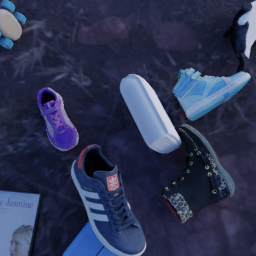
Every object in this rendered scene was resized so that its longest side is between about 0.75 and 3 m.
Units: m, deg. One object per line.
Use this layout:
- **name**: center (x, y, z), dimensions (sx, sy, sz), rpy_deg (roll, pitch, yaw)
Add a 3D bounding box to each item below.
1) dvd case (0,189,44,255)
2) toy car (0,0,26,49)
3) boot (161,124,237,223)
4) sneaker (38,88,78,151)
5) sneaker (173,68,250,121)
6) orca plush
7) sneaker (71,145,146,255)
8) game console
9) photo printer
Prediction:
- **dvd case**: center (-3.148, 2.699, 7.268), dimensions (1.540, 0.189, 2.159), rpy_deg (4, 70, 3)
- **toy car**: center (-4.411, -3.531, 9.427), dimensions (1.334, 1.180, 1.230), rpy_deg (18, 79, 20)
- **boot**: center (1.577, 1.175, 7.592), dimensions (1.767, 0.844, 2.339), rpy_deg (-29, 72, -9)
- **sneaker**: center (-2.131, -0.325, 8.168), dimensions (0.839, 0.923, 2.087), rpy_deg (-24, 71, -11)
- **sneaker**: center (2.454, -1.435, 8.608), dimensions (2.381, 0.947, 1.554), rpy_deg (-31, 72, -13)
- **orca plush**: center (3.782, -3.084, 9.485), dimensions (1.544, 1.043, 2.935), rpy_deg (27, 68, -38)
- **sneaker**: center (-0.442, 1.679, 6.877), dimensions (1.109, 1.250, 2.958), rpy_deg (-16, 58, -41)
- **game console**: center (-0.786, 3.162, 7.023), dimensions (1.618, 0.284, 1.829), rpy_deg (35, 72, 19)
- **photo printer**: center (0.595, -0.420, 7.772), dimensions (0.744, 1.782, 2.142), rpy_deg (-30, 69, 13)
